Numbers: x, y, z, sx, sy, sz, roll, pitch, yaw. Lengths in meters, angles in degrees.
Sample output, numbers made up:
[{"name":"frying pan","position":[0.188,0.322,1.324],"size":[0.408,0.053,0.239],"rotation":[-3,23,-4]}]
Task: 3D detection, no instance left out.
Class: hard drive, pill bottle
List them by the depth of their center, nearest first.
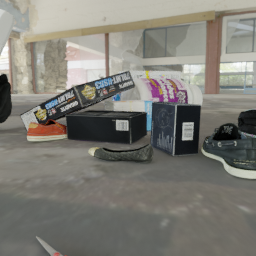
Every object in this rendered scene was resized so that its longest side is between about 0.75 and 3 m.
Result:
[{"name":"hard drive","position":[-3.830,-1.889,5.857],"size":[2.937,1.937,0.392],"rotation":[27,5,21]},{"name":"pill bottle","position":[1.250,-0.982,9.913],"size":[2.751,1.545,1.545],"rotation":[-6,10,-30]}]

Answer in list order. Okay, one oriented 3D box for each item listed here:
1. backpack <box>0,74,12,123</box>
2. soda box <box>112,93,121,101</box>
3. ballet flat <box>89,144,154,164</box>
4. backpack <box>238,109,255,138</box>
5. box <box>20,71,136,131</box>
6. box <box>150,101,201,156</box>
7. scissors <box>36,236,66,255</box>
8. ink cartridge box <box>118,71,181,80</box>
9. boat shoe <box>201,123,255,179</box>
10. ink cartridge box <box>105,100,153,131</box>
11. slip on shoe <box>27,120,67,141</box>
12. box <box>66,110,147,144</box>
[{"name":"backpack","position":[-4.552,-0.623,7.370],"size":[2.565,1.623,2.140],"rotation":[-7,-1,-34]},{"name":"soda box","position":[0.878,-1.007,11.451],"size":[2.963,0.951,1.005],"rotation":[2,9,-14]},{"name":"ballet flat","position":[-0.124,0.405,4.843],"size":[1.154,0.328,0.383],"rotation":[2,9,13]},{"name":"backpack","position":[3.263,-0.091,6.863],"size":[0.676,0.891,1.067],"rotation":[18,-7,-37]},{"name":"box","position":[-1.398,-0.804,8.030],"size":[2.439,0.610,2.457],"rotation":[-16,10,37]},{"name":"box","position":[0.911,-0.023,5.550],"size":[0.596,0.961,0.945],"rotation":[-2,9,-24]},{"name":"scissors","position":[-0.519,0.964,2.050],"size":[0.790,0.055,0.289],"rotation":[8,13,33]},{"name":"ink cartridge box","position":[0.920,-1.581,12.598],"size":[2.661,1.927,1.117],"rotation":[-2,9,-13]},{"name":"boat shoe","position":[1.729,0.251,4.748],"size":[0.739,0.656,1.978],"rotation":[1,9,5]},{"name":"ink cartridge box","position":[-0.072,-0.359,8.117],"size":[1.365,0.854,0.877],"rotation":[-4,8,-23]},{"name":"slip on shoe","position":[-1.797,0.023,6.887],"size":[0.568,0.469,1.534],"rotation":[2,5,33]},{"name":"box","position":[-0.491,-0.068,6.882],"size":[1.665,0.656,1.175],"rotation":[3,12,22]}]
